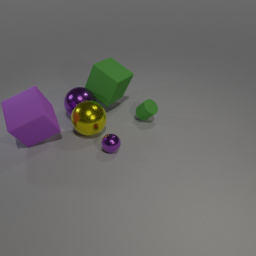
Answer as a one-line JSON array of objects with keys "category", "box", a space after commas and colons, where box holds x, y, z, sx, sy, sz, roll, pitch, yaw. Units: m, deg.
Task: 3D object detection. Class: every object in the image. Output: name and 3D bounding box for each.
[{"category": "ball", "box": [-0.614, 0.552, 10.224, 0.700, 0.700, 0.700, 0, 32, 0]}, {"category": "cube", "box": [-0.861, -2.110, 12.668, 1.400, 1.400, 1.400, 38, 39, 10]}, {"category": "cylinder", "box": [0.793, -0.769, 11.900, 0.700, 0.700, 0.700, 16, 60, -29]}, {"category": "ball", "box": [-2.071, -1.083, 12.170, 1.400, 1.400, 1.400, 0, 32, 0]}, {"category": "ball", "box": [-1.534, -0.388, 11.047, 1.400, 1.400, 1.400, 0, 32, 0]}, {"category": "cube", "box": [-3.547, -0.399, 10.324, 1.400, 1.400, 1.400, -26, 61, 0]}]
